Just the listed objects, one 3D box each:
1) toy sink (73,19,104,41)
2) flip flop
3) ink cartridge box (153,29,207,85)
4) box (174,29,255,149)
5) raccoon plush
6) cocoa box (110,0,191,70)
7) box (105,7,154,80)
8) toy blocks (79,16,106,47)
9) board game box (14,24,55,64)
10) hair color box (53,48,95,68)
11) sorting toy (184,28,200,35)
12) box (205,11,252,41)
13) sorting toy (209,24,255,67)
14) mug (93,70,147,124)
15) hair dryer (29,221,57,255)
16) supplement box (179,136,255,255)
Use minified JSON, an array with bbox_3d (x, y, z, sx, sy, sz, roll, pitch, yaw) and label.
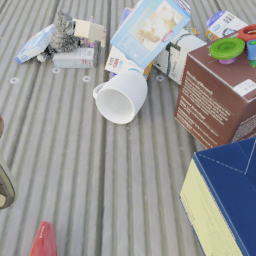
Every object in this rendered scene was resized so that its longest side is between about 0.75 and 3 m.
[{"bbox_3d":[-1.188,-2.802,8.047,0.821,0.460,0.535,26,19,35],"label":"toy sink"},{"bbox_3d":[-2.796,0.128,5.417,0.846,1.191,2.937,-25,87,-57],"label":"flip flop"},{"bbox_3d":[1.881,-2.906,10.916,0.931,1.642,2.240,-27,55,-29],"label":"ink cartridge box"},{"bbox_3d":[3.175,-1.005,8.716,2.328,2.806,2.304,-27,56,-21],"label":"box"},{"bbox_3d":[-2.769,-3.473,10.833,2.224,1.490,1.076,-44,73,-1],"label":"raccoon plush"},{"bbox_3d":[0.626,-2.863,7.799,1.284,1.925,1.263,37,34,-15],"label":"cocoa box"},{"bbox_3d":[0.225,-2.977,10.617,1.662,0.579,2.792,23,97,24],"label":"box"},{"bbox_3d":[-1.614,-4.150,12.022,1.357,1.142,1.268,-2,27,-3],"label":"toy blocks"},{"bbox_3d":[-3.861,-3.528,11.782,1.581,0.344,1.588,-14,43,32],"label":"board game box"},{"bbox_3d":[-2.233,-2.934,11.727,1.615,0.490,0.799,0,51,1],"label":"hair color box"},{"bbox_3d":[3.015,-4.621,13.307,0.853,0.116,0.480,7,52,5],"label":"sorting toy"},{"bbox_3d":[4.550,-4.037,12.146,2.405,0.499,1.432,41,73,15],"label":"box"},{"bbox_3d":[3.036,-2.052,7.418,1.720,0.706,1.034,-31,41,-8],"label":"sorting toy"},{"bbox_3d":[-0.305,-1.248,9.867,1.951,1.440,1.710,9,41,25],"label":"mug"},{"bbox_3d":[-2.612,3.342,6.609,1.983,0.707,2.603,26,55,21],"label":"hair dryer"},{"bbox_3d":[2.552,1.987,6.560,1.635,2.433,2.436,-13,53,-10],"label":"supplement box"}]
